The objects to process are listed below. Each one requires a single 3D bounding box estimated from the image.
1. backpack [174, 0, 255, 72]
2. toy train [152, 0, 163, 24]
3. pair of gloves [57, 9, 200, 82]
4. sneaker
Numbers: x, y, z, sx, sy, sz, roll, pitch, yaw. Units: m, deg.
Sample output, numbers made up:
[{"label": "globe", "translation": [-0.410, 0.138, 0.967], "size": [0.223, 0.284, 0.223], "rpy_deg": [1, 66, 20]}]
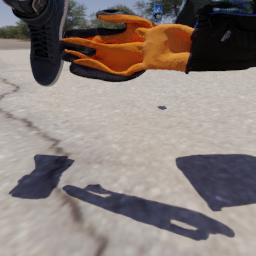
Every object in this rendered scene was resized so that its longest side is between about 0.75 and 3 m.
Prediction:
[{"label": "backpack", "translation": [2.069, -2.145, 5.761], "size": [2.096, 1.540, 1.918], "rpy_deg": [2, -19, -9]}, {"label": "toy train", "translation": [1.127, -4.420, 10.630], "size": [0.374, 0.862, 0.492], "rpy_deg": [2, -17, -4]}, {"label": "pair of gloves", "translation": [0.033, -2.214, 4.710], "size": [2.658, 2.983, 0.369], "rpy_deg": [10, -4, 27]}, {"label": "sneaker", "translation": [-1.917, -1.980, 5.763], "size": [0.853, 2.244, 1.621], "rpy_deg": [8, 9, 8]}]
